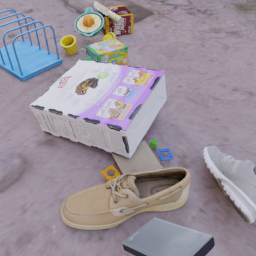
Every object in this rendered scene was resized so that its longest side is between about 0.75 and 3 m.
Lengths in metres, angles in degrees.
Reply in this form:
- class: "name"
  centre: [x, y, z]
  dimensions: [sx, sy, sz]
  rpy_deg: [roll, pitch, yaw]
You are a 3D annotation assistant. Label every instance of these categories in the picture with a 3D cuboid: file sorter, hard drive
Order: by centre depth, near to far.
- class: "hard drive"
  centre: [0.572, 1.720, 4.164]
  dimensions: [0.796, 0.188, 1.141]
  rpy_deg: [-22, 13, -39]
- class: "file sorter"
  centre: [-3.824, -3.008, 9.812]
  dimensions: [2.432, 1.492, 1.688]
  rpy_deg: [31, 51, 29]

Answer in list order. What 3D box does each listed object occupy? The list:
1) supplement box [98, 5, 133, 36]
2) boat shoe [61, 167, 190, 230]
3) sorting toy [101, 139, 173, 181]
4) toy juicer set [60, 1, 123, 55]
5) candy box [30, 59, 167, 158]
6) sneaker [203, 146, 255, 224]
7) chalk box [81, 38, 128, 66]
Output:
- class: "supplement box"
  centre: [-0.540, -4.635, 12.123]
  dimensions: [1.223, 0.823, 1.240]
  rpy_deg: [-13, 43, -14]
- class: "boat shoe"
  centre: [-0.040, 1.252, 5.509]
  dimensions: [2.594, 0.837, 0.924]
  rpy_deg: [-11, 43, -12]
- class: "sorting toy"
  centre: [0.181, 0.775, 6.471]
  dimensions: [1.733, 0.236, 0.976]
  rpy_deg: [-18, 50, -20]
- class: "toy juicer set"
  centre: [-1.178, -3.873, 10.650]
  dimensions: [1.809, 0.774, 2.843]
  rpy_deg: [20, 68, 16]
- class: "candy box"
  centre: [-0.670, -0.654, 7.150]
  dimensions: [2.679, 0.958, 2.247]
  rpy_deg: [14, 49, 25]
- class: "sneaker"
  centre: [2.185, 0.947, 5.553]
  dimensions: [0.862, 0.786, 2.103]
  rpy_deg: [-31, 27, 6]
- class: "chalk box"
  centre: [-0.831, -2.298, 9.447]
  dimensions: [1.475, 0.917, 0.913]
  rpy_deg: [-24, 47, -23]
